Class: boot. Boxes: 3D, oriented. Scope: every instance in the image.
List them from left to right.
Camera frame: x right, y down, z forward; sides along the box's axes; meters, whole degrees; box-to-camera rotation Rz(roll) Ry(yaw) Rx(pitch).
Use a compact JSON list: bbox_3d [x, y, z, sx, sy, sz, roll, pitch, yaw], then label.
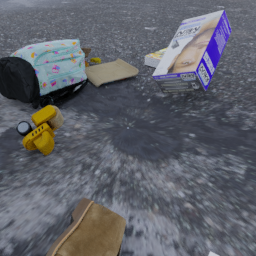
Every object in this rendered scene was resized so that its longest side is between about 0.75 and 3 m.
[{"bbox_3d":[-0.610,1.849,3.742,0.865,0.843,2.291,18,28,7],"label":"boot"}]

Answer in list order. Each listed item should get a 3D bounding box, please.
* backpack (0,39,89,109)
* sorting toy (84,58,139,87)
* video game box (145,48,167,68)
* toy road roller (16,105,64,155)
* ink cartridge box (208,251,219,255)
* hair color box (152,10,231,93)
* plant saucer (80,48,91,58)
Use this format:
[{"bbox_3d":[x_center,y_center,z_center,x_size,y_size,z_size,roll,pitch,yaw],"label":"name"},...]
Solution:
[{"bbox_3d":[-2.453,-1.778,8.609,2.202,1.670,2.638,23,37,35],"label":"backpack"},{"bbox_3d":[-0.879,-2.180,10.537,1.702,0.306,2.284,-22,38,-23],"label":"sorting toy"},{"bbox_3d":[1.906,-2.702,11.183,1.858,0.435,1.693,26,38,34],"label":"video game box"},{"bbox_3d":[-1.884,0.104,6.399,1.105,0.679,0.806,-38,70,-14],"label":"toy road roller"},{"bbox_3d":[1.276,2.080,3.897,0.811,0.273,0.475,19,37,27],"label":"ink cartridge box"},{"bbox_3d":[2.038,-2.364,8.731,1.500,0.890,2.745,2,55,42],"label":"hair color box"},{"bbox_3d":[-2.555,-2.760,10.719,2.352,0.346,2.352,-7,12,1],"label":"plant saucer"}]
